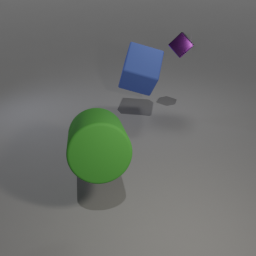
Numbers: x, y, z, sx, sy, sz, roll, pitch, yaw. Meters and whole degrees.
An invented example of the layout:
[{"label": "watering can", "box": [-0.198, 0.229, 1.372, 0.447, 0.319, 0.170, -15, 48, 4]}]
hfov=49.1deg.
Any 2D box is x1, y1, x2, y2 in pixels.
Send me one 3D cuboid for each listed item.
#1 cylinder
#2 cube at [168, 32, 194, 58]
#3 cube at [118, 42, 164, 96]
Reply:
[{"label": "cylinder", "box": [-0.699, 0.360, 6.525, 1.400, 1.400, 1.400, -5, 18, -9]}, {"label": "cube", "box": [2.122, -3.291, 11.095, 0.700, 0.700, 0.700, 48, 24, -3]}, {"label": "cube", "box": [0.512, -2.374, 11.426, 1.400, 1.400, 1.400, 15, 68, -5]}]
